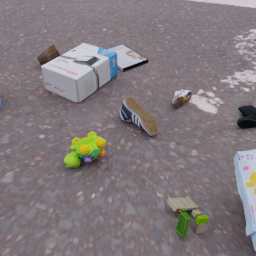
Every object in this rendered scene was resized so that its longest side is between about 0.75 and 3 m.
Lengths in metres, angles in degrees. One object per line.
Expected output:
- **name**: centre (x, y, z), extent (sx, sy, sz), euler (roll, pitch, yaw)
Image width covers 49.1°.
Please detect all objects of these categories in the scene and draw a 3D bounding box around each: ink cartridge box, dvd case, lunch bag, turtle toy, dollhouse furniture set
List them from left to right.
- **ink cartridge box**: centre (-1.995, -2.462, 12.015), extent (1.965, 1.134, 2.709), euler (23, 46, 25)
- **turtle toy**: centre (-1.309, 0.713, 8.673), extent (1.446, 0.731, 1.054), euler (-23, 23, -19)
- **dvd case**: centre (-0.262, -3.562, 14.018), extent (1.579, 0.194, 2.213), euler (-27, 47, -27)
- **dollhouse furniture set**: centre (1.491, 2.272, 7.276), extent (0.692, 0.530, 1.057), euler (3, 17, -21)
- **lunch bag**: centre (3.938, 1.745, 6.307), extent (2.845, 1.809, 2.413), euler (13, 44, -5)

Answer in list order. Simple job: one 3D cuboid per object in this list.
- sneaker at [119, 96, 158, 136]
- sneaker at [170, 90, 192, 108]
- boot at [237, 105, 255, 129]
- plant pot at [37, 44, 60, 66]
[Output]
- **sneaker**: centre (0.337, -0.269, 10.030), extent (0.584, 0.904, 1.666), euler (-35, 82, -37)
- **sneaker**: centre (1.996, -1.181, 11.142), extent (0.557, 0.476, 1.263), euler (25, 37, 36)
- **boot**: centre (4.348, -0.448, 10.254), extent (1.166, 0.431, 0.955), euler (-1, 43, -13)
- **plant pot**: centre (-3.755, -3.330, 13.317), extent (1.012, 0.946, 0.946), euler (-29, 47, -10)
